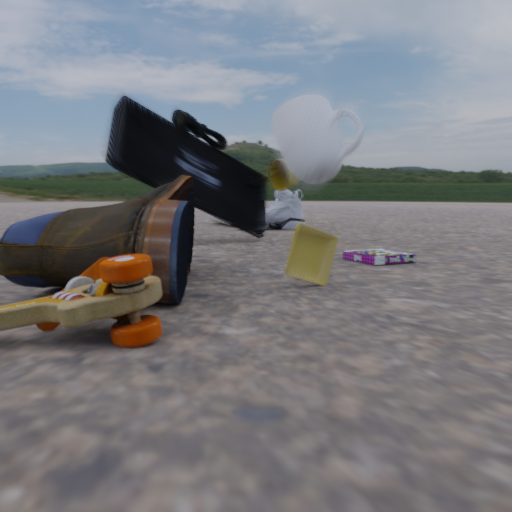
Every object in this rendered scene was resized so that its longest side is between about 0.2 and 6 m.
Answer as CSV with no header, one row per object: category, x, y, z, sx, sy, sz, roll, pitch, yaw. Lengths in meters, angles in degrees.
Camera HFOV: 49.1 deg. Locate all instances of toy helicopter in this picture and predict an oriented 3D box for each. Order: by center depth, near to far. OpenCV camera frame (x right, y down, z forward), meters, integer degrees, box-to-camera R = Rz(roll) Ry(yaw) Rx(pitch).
toy helicopter,-1.658,0.393,4.662,1.730,0.682,1.144,-11,13,-17

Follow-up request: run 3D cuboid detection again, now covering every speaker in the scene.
speaker,-0.831,-1.486,18.314,1.012,1.012,2.491,-3,8,-21

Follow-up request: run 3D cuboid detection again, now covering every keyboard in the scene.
keyboard,-1.369,-2.052,12.457,4.044,2.428,0.519,25,-37,-35

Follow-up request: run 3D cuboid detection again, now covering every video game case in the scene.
video game case,2.072,0.018,9.484,0.850,0.168,0.938,-3,8,-24

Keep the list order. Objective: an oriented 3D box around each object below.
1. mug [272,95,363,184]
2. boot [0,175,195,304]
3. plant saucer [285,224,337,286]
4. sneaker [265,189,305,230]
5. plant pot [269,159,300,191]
mug,1.047,-1.879,9.051,1.356,1.189,1.001,-20,-21,10
boot,-1.788,-0.356,7.337,1.896,1.461,3.912,2,9,-4
plant saucer,0.667,-0.006,7.085,0.659,0.659,0.160,18,-8,-30
sneaker,0.392,-1.373,16.401,2.127,1.223,0.799,-1,7,-5
plant pot,0.744,-1.904,13.140,0.531,0.748,0.748,-8,10,-34
